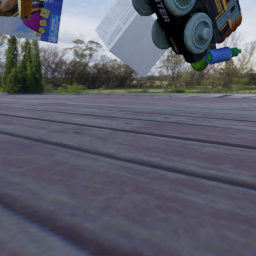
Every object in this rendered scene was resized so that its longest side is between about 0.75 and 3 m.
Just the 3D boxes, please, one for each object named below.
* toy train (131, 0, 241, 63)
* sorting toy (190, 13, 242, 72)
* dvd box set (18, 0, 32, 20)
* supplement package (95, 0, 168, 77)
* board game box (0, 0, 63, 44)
[{"bbox_3d":[0.635,-1.789,3.321,1.162,2.040,0.869,-48,38,-13],"label":"toy train"},{"bbox_3d":[2.753,-2.701,8.589,1.050,1.537,2.559,-13,-19,-10],"label":"sorting toy"},{"bbox_3d":[-1.024,-1.451,2.733,0.113,0.563,0.770,-6,6,-21],"label":"dvd box set"},{"bbox_3d":[0.187,-3.593,10.765,1.860,1.847,2.451,30,20,-34],"label":"supplement package"},{"bbox_3d":[-2.506,-3.097,6.022,2.229,2.234,0.460,5,41,-19],"label":"board game box"}]
